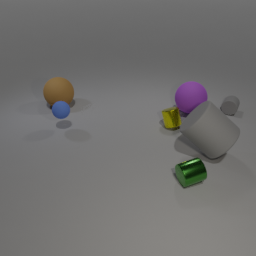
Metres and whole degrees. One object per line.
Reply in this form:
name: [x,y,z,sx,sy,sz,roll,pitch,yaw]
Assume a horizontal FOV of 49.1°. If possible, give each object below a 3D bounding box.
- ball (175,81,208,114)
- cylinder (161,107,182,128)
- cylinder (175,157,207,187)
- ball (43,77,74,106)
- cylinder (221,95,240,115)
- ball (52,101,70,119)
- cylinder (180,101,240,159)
ball: [2.756,-1.329,12.251,1.400,1.400,1.400,0,29,0]
cylinder: [1.770,-0.430,11.342,0.700,0.700,0.700,-14,13,3]
cylinder: [1.849,1.301,8.257,0.700,0.700,0.700,-17,32,-11]
ball: [-3.208,-1.654,12.992,1.400,1.400,1.400,0,29,0]
cylinder: [4.608,-1.024,12.593,0.700,0.700,0.700,14,31,24]
ball: [-2.623,-0.701,10.969,0.700,0.700,0.700,0,29,0]
cylinder: [2.693,0.056,9.297,1.400,1.400,1.400,42,32,-6]
